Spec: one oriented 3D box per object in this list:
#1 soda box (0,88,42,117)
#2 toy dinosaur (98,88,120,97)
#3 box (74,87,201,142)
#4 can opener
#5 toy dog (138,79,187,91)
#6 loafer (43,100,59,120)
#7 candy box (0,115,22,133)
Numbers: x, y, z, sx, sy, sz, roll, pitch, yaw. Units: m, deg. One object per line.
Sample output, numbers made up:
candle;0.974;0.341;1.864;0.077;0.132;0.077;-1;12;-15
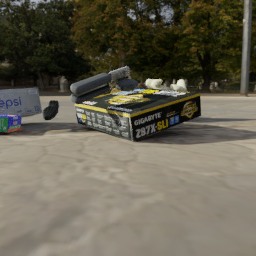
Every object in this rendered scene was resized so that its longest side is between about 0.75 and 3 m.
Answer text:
soda box;-4.233;-0.670;8.719;2.832;0.898;0.967;-12;4;-41
toy dinosaur;-0.167;-0.843;9.688;2.267;1.146;0.660;2;-4;-3
box;0.175;-0.531;7.801;2.322;0.717;2.908;-17;19;-31
can opener;-0.537;-1.091;7.049;0.676;0.535;2.033;32;40;32
toy dog;1.049;-1.014;10.797;2.160;1.507;2.095;8;43;-13
loafer;-2.239;-0.460;8.237;0.396;0.410;1.167;1;25;-4
candy box;-3.613;-0.139;7.560;1.166;0.449;0.986;1;3;-1
